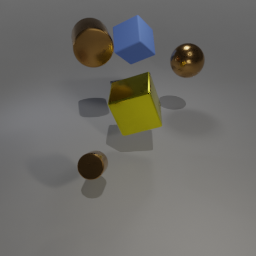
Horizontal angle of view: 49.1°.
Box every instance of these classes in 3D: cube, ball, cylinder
[{"bbox_3d":[0.270,-0.806,9.423,1.400,1.400,1.400,-14,36,14],"label":"cube"},{"bbox_3d":[0.283,-4.036,12.987,1.400,1.400,1.400,-15,-20,31],"label":"cube"},{"bbox_3d":[2.437,-2.767,11.531,1.400,1.400,1.400,0,32,0],"label":"ball"},{"bbox_3d":[-0.928,0.981,7.484,0.700,0.700,0.700,3,1,5],"label":"cylinder"},{"bbox_3d":[-1.306,-3.095,10.113,1.400,1.400,1.400,-6,36,-10],"label":"cylinder"}]
